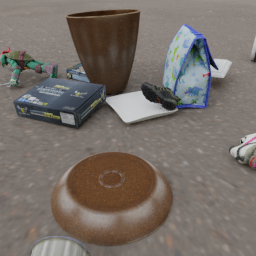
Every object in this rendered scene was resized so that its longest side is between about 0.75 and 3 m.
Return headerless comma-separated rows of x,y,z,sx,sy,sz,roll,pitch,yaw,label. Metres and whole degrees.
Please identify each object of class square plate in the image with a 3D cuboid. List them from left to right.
0.405,-0.752,9.789,1.968,0.280,1.950,-14,34,-20,square plate

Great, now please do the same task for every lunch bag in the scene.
2.183,-2.270,10.141,1.612,2.529,2.150,-3,30,-4,lunch bag

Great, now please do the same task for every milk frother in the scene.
-1.226,2.095,3.666,1.461,1.619,1.523,12,30,-9,milk frother

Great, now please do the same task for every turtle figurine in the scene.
-4.465,-2.568,11.893,2.750,1.385,2.059,6,35,-6,turtle figurine

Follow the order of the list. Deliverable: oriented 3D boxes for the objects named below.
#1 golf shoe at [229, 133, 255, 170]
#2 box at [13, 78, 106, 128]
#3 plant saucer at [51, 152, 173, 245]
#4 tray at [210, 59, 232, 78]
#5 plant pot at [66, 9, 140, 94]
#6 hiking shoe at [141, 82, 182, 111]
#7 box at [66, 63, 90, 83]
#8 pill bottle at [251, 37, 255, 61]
3.562,0.353,7.544,1.975,0.717,0.909,-24,38,-34,golf shoe
-2.277,-0.957,9.605,2.492,0.636,1.965,12,37,22,box
-0.351,1.286,6.231,2.726,0.499,2.726,0,32,0,plant saucer
3.754,-2.566,11.784,0.922,0.190,1.717,12,37,26,tray
-0.814,-2.877,10.716,2.685,2.873,2.685,-3,26,1,plant pot
1.111,-1.158,9.565,1.426,0.540,0.718,35,47,8,hiking shoe
-1.542,-2.708,12.915,1.504,0.415,2.203,17,35,26,box
7.556,-3.904,14.011,2.425,1.349,1.349,15,34,22,pill bottle
